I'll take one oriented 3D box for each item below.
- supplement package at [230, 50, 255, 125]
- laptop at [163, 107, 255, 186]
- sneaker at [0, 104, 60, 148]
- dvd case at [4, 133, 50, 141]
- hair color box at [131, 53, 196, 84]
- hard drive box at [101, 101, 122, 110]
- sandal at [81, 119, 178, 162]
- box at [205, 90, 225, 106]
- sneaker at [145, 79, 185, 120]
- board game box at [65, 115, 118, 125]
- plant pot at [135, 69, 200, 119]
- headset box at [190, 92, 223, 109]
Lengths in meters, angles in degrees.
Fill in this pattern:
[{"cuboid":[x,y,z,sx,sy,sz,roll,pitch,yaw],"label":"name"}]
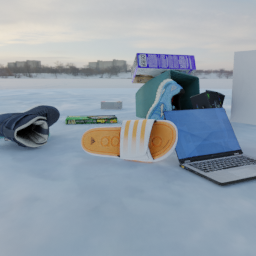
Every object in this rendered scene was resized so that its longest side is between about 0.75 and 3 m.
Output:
[{"cuboid":[5.548,-1.605,11.095,1.614,2.911,2.267,-7,12,-34],"label":"supplement package"},{"cuboid":[2.002,0.250,5.920,1.820,1.126,1.943,-5,12,-24],"label":"laptop"},{"cuboid":[-2.532,-0.104,8.072,1.740,0.916,2.408,9,18,34],"label":"sneaker"},{"cuboid":[-3.073,0.268,8.634,1.135,0.125,0.828,0,10,2],"label":"dvd case"},{"cuboid":[1.429,-2.423,11.636,2.427,0.787,1.327,1,-18,-9],"label":"hair color box"},{"cuboid":[-0.967,-1.365,16.726,1.196,0.459,0.932,1,10,4],"label":"hard drive box"},{"cuboid":[-0.128,0.295,6.185,2.407,0.922,0.690,-5,-11,23],"label":"sandal"},{"cuboid":[3.544,-0.933,11.910,0.687,1.229,1.741,10,13,9],"label":"box"},{"cuboid":[1.102,-0.472,8.172,0.812,1.804,0.707,33,26,35],"label":"sneaker"},{"cuboid":[-1.543,-0.361,11.840,2.110,0.248,1.105,-1,13,-8],"label":"board game box"},{"cuboid":[1.438,-1.086,11.358,1.688,1.687,2.388,5,-10,-38],"label":"plant pot"},{"cuboid":[2.967,-0.681,10.345,0.650,1.220,1.402,-19,-6,36],"label":"headset box"}]
